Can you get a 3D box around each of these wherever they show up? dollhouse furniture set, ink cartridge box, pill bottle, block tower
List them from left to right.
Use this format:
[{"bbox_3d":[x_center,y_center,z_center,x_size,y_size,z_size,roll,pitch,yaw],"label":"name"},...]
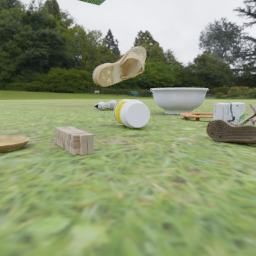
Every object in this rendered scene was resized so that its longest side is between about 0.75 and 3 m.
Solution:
[{"bbox_3d":[-1.054,0.209,5.271,0.354,0.379,1.311,-4,7,-30],"label":"block tower"},{"bbox_3d":[0.103,-0.445,8.528,0.856,0.856,1.497,-2,7,-13],"label":"pill bottle"},{"bbox_3d":[3.441,-0.496,9.531,0.982,0.720,0.408,-3,8,-16],"label":"ink cartridge box"},{"bbox_3d":[3.807,-0.053,8.595,0.754,0.842,1.063,-39,-37,22],"label":"dollhouse furniture set"}]

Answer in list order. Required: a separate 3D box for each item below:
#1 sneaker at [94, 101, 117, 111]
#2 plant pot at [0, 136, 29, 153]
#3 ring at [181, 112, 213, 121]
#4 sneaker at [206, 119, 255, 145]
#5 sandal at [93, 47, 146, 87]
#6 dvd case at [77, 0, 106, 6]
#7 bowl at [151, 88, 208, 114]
[{"bbox_3d":[-1.367,-1.278,16.840,1.600,0.606,0.736,-4,10,39],"label":"sneaker"},{"bbox_3d":[-2.494,0.311,5.270,1.208,0.166,1.208,1,8,0],"label":"plant pot"},{"bbox_3d":[3.298,-0.451,11.242,2.356,0.226,2.356,0,8,0],"label":"ring"},{"bbox_3d":[2.294,0.147,5.946,0.520,0.485,1.378,19,-2,-32],"label":"sneaker"},{"bbox_3d":[0.087,-1.826,8.688,0.826,0.921,2.512,21,39,35],"label":"sandal"},{"bbox_3d":[-1.333,-4.314,7.876,2.791,0.307,2.038,-6,-7,-44],"label":"dvd case"},{"bbox_3d":[2.582,-1.373,14.243,2.869,1.290,2.869,0,8,0],"label":"bowl"}]
